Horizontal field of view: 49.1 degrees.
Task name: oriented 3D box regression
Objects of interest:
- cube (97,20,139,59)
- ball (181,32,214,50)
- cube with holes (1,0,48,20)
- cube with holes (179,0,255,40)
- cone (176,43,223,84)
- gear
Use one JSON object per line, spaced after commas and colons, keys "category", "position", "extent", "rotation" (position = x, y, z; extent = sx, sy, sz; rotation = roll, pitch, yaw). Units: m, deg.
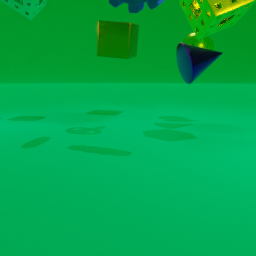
{"category": "cube", "position": [-0.362, -3.284, 10.451], "extent": [1.232, 1.232, 1.232], "rotation": [9, 19, 14]}
{"category": "ball", "position": [2.210, -2.535, 9.026], "extent": [1.084, 1.084, 1.084], "rotation": [0, 10, 0]}
{"category": "cube with holes", "position": [-2.862, -3.907, 7.938], "extent": [0.940, 0.940, 0.940], "rotation": [31, -38, -10]}
{"category": "cube with holes", "position": [1.725, -2.509, 5.527], "extent": [0.923, 0.923, 0.923], "rotation": [-24, -6, -8]}
{"category": "cone", "position": [2.077, -1.911, 7.693], "extent": [1.153, 1.149, 1.149], "rotation": [-17, 12, -5]}
{"category": "gear", "position": [0.074, -2.334, 3.842], "extent": [1.380, 1.380, 0.255], "rotation": [6, 39, 29]}
